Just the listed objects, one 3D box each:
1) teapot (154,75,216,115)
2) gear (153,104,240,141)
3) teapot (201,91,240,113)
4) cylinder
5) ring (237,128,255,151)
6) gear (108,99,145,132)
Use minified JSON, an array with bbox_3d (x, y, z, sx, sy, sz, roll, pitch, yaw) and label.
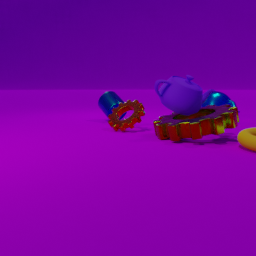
[{"bbox_3d":[1.498,-0.931,7.402,1.912,0.936,1.189,8,29,-28],"label":"teapot"},{"bbox_3d":[1.721,-0.171,7.208,2.088,0.386,2.088,-12,11,2],"label":"gear"},{"bbox_3d":[3.343,-0.762,10.569,1.956,0.958,1.216,-2,-37,46],"label":"teapot"},{"bbox_3d":[-0.568,-0.813,10.445,0.845,0.845,0.845,-6,39,-34],"label":"cylinder"},{"bbox_3d":[3.095,0.260,5.891,1.484,0.297,1.484,0,12,0],"label":"ring"},{"bbox_3d":[-0.052,-0.384,8.362,1.143,0.211,1.143,-19,40,16],"label":"gear"}]
